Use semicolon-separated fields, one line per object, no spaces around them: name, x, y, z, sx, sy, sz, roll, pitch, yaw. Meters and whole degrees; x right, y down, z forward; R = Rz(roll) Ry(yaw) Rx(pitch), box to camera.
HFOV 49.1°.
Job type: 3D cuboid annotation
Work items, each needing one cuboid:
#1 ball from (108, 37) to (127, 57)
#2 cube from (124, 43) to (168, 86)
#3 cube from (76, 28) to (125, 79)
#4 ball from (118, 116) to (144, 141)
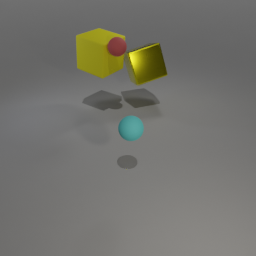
ball;-0.396;-2.976;10.263;0.700;0.700;0.700;0;30;0
cube;0.705;-2.787;12.130;1.400;1.400;1.400;-20;19;-5
cube;-1.102;-3.044;11.323;1.400;1.400;1.400;26;41;26
ball;0.082;0.011;7.662;0.700;0.700;0.700;0;30;0
